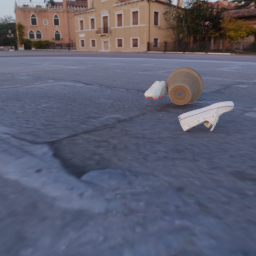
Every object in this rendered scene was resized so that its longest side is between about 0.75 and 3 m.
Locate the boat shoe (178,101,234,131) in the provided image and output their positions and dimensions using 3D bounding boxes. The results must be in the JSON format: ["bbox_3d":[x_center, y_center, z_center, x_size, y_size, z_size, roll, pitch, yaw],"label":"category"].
[{"bbox_3d":[2.353,-0.250,8.155,1.650,0.703,0.610,-16,-13,-2],"label":"boat shoe"}]

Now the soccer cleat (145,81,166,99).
[{"bbox_3d":[1.070,-1.502,10.937,0.571,0.639,1.648,9,16,23],"label":"soccer cleat"}]

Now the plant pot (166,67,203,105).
[{"bbox_3d":[2.125,-1.490,10.968,1.505,1.505,1.312,6,27,18],"label":"plant pot"}]
